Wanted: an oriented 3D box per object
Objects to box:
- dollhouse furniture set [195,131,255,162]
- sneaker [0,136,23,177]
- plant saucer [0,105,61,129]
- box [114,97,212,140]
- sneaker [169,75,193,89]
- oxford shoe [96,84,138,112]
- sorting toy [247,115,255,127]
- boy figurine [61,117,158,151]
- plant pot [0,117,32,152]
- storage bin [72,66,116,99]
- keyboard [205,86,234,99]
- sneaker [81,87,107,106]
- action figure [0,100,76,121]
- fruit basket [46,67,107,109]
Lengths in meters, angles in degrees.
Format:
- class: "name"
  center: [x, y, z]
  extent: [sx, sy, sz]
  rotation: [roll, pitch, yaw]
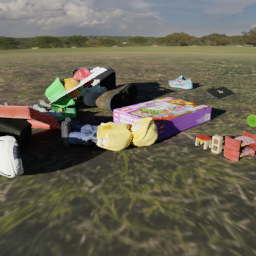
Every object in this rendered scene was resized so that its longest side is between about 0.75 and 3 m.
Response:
- class: "dollhouse furniture set"
  center: [2.630, 0.340, 7.595]
  extent: [0.766, 0.579, 1.424]
  rotation: [-13, 23, -33]
- class: "sneaker"
  center: [-3.363, 0.682, 6.045]
  extent: [1.556, 0.954, 2.391]
  rotation: [-18, 25, -38]
- class: "plant saucer"
  center: [-3.385, -0.337, 8.482]
  extent: [2.144, 0.394, 2.148]
  rotation: [4, -8, 10]
- class: "box"
  center: [1.259, -0.455, 9.876]
  extent: [2.978, 0.582, 2.038]
  rotation: [-17, 25, -41]
- class: "sneaker"
  center: [3.081, -2.709, 16.233]
  extent: [1.577, 0.753, 0.625]
  rotation: [16, 25, 39]
- class: "oxford shoe"
  center: [-0.438, -1.436, 12.247]
  extent: [1.110, 0.956, 2.630]
  rotation: [9, 20, 32]
- class: "sorting toy"
  center: [4.512, -0.256, 9.486]
  extent: [0.346, 0.507, 0.843]
  rotation: [-16, 6, -40]
- class: "boy figurine"
  center: [-0.485, 0.152, 7.802]
  extent: [2.627, 0.846, 1.633]
  rotation: [-1, 16, 4]
- class: "plant pot"
  center: [-3.182, 0.165, 7.721]
  extent: [0.830, 0.936, 0.934]
  rotation: [11, 20, 6]
- class: "storage bin"
  center: [-1.716, -2.302, 14.015]
  extent: [2.107, 1.425, 0.988]
  rotation: [-4, 19, -10]
- class: "keyboard"
  center: [4.621, -1.778, 14.425]
  extent: [1.819, 0.360, 0.947]
  rotation: [-16, 48, -42]
- class: "sneaker"
  center: [-1.787, -1.403, 12.705]
  extent: [1.061, 0.662, 1.800]
  rotation: [-1, 20, 24]
- class: "action figure"
  center: [-3.232, -0.599, 10.258]
  extent: [2.678, 0.732, 1.582]
  rotation: [3, 15, -3]
- class: "fruit basket"
  center: [-2.091, -1.735, 11.550]
  extent: [2.535, 1.188, 2.348]
  rotation: [-28, 19, -8]
